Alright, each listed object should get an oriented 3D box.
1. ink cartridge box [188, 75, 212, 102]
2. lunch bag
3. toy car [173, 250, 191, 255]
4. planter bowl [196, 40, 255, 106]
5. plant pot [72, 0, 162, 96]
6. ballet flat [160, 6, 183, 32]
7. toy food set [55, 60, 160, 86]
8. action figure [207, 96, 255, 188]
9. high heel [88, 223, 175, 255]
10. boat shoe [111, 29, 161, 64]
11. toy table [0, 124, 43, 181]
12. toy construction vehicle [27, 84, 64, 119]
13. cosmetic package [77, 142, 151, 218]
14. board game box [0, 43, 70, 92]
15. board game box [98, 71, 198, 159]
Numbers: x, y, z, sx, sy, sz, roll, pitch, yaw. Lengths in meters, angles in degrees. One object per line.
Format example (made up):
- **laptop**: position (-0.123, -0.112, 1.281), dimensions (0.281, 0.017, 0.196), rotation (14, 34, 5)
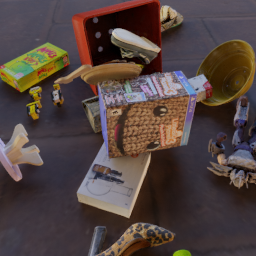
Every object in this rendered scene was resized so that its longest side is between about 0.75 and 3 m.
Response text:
- **ink cartridge box**: position (2.127, -1.227, 9.162), dimensions (1.030, 0.431, 0.743), rotation (-20, 48, 1)
- **lunch bag**: position (-0.752, -0.607, 8.522), dimensions (1.042, 0.747, 1.270), rotation (-18, 44, -17)
- **toy car**: position (1.444, 2.921, 5.078), dimensions (1.250, 0.986, 1.027), rotation (6, 35, -10)
- **planter bowl**: position (3.297, -1.615, 9.027), dimensions (0.918, 2.205, 2.205), rotation (20, 37, -32)
- **plant pot**: position (-0.584, -2.966, 9.706), dimensions (2.626, 2.624, 2.314), rotation (-24, 39, -21)
- **ballet flat**: position (1.529, -4.822, 12.389), dimensions (1.027, 1.027, 2.855), rotation (36, 56, 29)
- **toy food set**: position (-0.474, -1.467, 7.163), dimensions (2.402, 1.658, 0.482), rotation (-3, 84, -40)
- **action figure**: position (3.082, 0.445, 7.405), dimensions (1.776, 0.947, 2.730), rotation (20, 53, 11)
- **high heel**: position (0.030, 2.562, 5.479), dimensions (1.799, 0.642, 1.282), rotation (-7, 38, 16)
- **boat shoe**: position (0.205, -2.338, 8.388), dimensions (0.878, 0.745, 2.411), rotation (43, 25, 17)
- **toy table**: position (-2.813, 0.566, 7.130), dimensions (0.805, 1.263, 1.374), rotation (-32, 83, -12)
- **toy construction vehicle**: position (-2.657, -0.868, 9.038), dimensions (1.150, 0.465, 1.321), rotation (-20, 46, -4)
- **cosmetic package**: position (-0.294, 1.199, 6.996), dimensions (1.308, 0.448, 1.735), rotation (15, 48, 11)
- **board game box**: position (-3.389, -2.280, 10.247), dimensions (1.142, 0.535, 2.248), rotation (30, 53, 26)
- **board game box**: position (0.423, -0.318, 6.987), dimensions (2.129, 1.697, 1.031), rotation (-10, 44, -10)
